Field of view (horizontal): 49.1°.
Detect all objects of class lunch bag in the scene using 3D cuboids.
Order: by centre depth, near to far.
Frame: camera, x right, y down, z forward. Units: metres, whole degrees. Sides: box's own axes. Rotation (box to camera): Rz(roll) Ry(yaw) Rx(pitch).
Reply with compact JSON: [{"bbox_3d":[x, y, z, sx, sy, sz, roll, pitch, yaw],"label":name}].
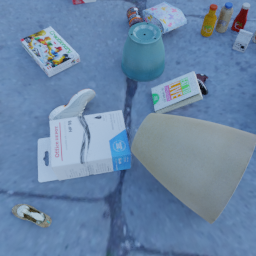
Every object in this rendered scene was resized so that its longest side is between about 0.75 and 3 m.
[{"bbox_3d":[1.406,-4.158,10.874,1.162,0.871,1.370,-32,53,-21],"label":"lunch bag"}]

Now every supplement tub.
[{"bbox_3d":[0.291,-4.274,11.115,0.561,0.561,1.048,-9,58,-6],"label":"supplement tub"}]

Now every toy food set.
[{"bbox_3d":[4.236,-3.820,10.424,2.701,1.215,1.289,27,61,16],"label":"toy food set"}]

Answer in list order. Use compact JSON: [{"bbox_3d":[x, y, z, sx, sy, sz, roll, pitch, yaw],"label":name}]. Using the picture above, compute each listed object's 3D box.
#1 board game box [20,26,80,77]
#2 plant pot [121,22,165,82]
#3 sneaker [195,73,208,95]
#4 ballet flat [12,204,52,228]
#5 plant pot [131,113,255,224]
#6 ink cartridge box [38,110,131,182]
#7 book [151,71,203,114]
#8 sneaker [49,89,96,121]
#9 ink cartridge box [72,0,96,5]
[{"bbox_3d":[-2.871,-2.846,10.304,1.304,0.357,2.065,-34,63,-21],"label":"board game box"},{"bbox_3d":[0.551,-2.655,9.520,1.580,1.484,1.580,0,57,-1],"label":"plant pot"},{"bbox_3d":[2.569,-1.553,9.486,0.553,0.362,0.957,-21,59,-16],"label":"sneaker"},{"bbox_3d":[-2.458,2.159,7.077,1.133,0.370,0.399,16,58,10],"label":"ballet flat"},{"bbox_3d":[1.418,0.646,6.876,2.461,2.305,2.305,28,61,16],"label":"plant pot"},{"bbox_3d":[-1.315,0.509,7.842,2.609,0.870,1.511,-9,58,-6],"label":"ink cartridge box"},{"bbox_3d":[1.508,-1.111,8.879,1.478,0.355,0.987,-21,54,21],"label":"book"},{"bbox_3d":[-1.588,-0.537,8.745,1.644,0.622,0.756,-39,75,-15],"label":"sneaker"},{"bbox_3d":[-1.942,-6.042,11.723,1.039,1.440,0.603,-12,58,-8],"label":"ink cartridge box"}]
